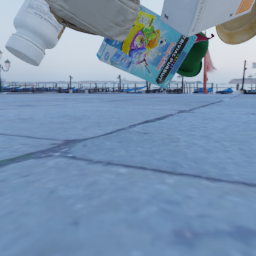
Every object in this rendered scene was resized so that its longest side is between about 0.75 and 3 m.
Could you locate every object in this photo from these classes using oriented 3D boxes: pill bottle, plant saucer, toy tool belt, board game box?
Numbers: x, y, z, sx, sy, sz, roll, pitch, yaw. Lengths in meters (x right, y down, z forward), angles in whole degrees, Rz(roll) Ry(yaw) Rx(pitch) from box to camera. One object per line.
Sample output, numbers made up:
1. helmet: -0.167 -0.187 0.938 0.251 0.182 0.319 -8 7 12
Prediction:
1. pill bottle: -2.726 -3.302 8.800 1.435 2.510 1.435 25 -9 4
2. plant saucer: 3.256 -3.436 7.734 2.264 2.264 0.401 -5 42 -29
3. toy tool belt: -0.881 -2.561 4.818 2.361 1.474 1.451 23 41 -20
4. board game box: 0.503 -2.166 7.394 2.170 1.638 0.509 18 25 -28

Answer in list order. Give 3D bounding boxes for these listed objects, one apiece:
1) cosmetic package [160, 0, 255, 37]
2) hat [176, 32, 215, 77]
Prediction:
1. cosmetic package: 1.629 -2.532 5.127 2.059 1.044 0.734 -29 60 -29
2. hat: 2.548 -3.235 9.692 2.279 2.751 2.422 9 -26 -30
